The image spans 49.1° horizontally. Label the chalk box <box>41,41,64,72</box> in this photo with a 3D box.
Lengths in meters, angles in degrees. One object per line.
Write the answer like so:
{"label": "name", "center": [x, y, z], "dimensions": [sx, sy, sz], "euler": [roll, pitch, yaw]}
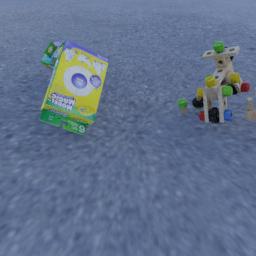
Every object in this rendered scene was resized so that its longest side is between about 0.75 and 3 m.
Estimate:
{"label": "chalk box", "center": [-2.680, -2.745, 11.213], "dimensions": [1.044, 1.684, 1.051], "euler": [19, 76, 41]}

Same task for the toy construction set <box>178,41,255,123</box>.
{"label": "toy construction set", "center": [3.029, -1.389, 8.449], "dimensions": [2.254, 2.077, 2.703], "euler": [-31, 33, -15]}

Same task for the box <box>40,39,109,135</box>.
{"label": "box", "center": [-1.618, -1.224, 8.607], "dimensions": [1.555, 0.641, 2.650], "euler": [20, 69, -24]}
